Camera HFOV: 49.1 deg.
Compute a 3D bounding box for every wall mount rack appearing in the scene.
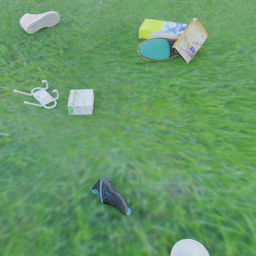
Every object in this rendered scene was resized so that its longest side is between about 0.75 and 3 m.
[{"bbox_3d":[-3.057,-1.107,9.432,1.180,0.506,1.358,-30,51,-27],"label":"wall mount rack"}]

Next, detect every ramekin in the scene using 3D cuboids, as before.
[{"bbox_3d":[1.226,2.678,5.615,0.756,0.397,0.756,0,44,0],"label":"ramekin"}]

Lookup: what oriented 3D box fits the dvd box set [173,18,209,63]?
[{"bbox_3d":[2.347,-3.242,10.451,1.323,0.968,0.195,-54,40,3],"label":"dvd box set"}]

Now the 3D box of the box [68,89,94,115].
[{"bbox_3d":[-1.540,-0.874,9.251,0.759,0.416,0.860,-2,44,-2],"label":"box"}]

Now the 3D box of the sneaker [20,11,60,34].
[{"bbox_3d":[-4.324,-5.275,13.559,1.890,0.711,0.988,-36,59,-26],"label":"sneaker"}]

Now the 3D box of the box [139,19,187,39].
[{"bbox_3d":[1.612,-4.504,12.942,1.992,0.475,1.215,12,45,12],"label":"box"}]

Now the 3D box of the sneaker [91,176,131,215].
[{"bbox_3d":[-0.396,1.696,6.675,0.501,0.447,1.222,-38,48,-14],"label":"sneaker"}]

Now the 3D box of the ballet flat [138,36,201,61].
[{"bbox_3d":[1.658,-3.324,11.610,2.759,0.973,0.901,-8,19,-12],"label":"ballet flat"}]
